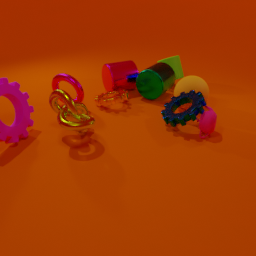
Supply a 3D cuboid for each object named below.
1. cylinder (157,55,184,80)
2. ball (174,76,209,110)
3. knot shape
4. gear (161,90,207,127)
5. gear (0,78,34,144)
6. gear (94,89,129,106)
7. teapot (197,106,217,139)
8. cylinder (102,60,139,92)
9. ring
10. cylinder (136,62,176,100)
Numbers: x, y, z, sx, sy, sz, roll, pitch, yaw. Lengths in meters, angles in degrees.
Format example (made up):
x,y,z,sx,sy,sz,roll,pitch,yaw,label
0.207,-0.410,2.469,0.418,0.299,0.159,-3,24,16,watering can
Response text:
x,y,z,sx,sy,sz,roll,pitch,yaw,label
1.806,-2.479,11.844,0.943,0.943,0.943,-15,8,2,cylinder
2.244,-1.237,9.913,1.215,1.215,1.215,0,30,0,ball
-1.533,-0.352,8.170,0.746,1.510,1.614,-45,66,3,knot shape
1.735,-0.629,8.799,1.411,0.261,1.411,-25,33,17,gear
-3.438,-0.480,7.920,0.334,1.808,1.808,-8,25,24,gear
-0.608,-1.132,10.408,1.265,0.234,1.265,-11,22,4,gear
2.374,-0.220,8.480,0.561,1.145,0.712,10,-14,21,teapot
-0.325,-2.098,11.423,1.177,1.177,1.177,-14,32,-23,cylinder
-2.155,-1.352,10.022,1.308,1.308,0.262,12,43,21,ring
1.082,-1.842,10.889,1.180,1.180,1.180,17,34,27,cylinder
